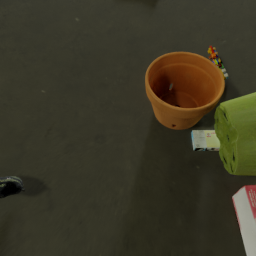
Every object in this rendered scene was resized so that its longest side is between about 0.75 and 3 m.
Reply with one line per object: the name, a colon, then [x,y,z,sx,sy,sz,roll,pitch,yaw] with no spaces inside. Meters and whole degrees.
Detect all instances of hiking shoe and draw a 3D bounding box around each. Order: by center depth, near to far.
hiking shoe: [-3.094,1.334,6.402,1.388,0.699,0.526,1,90,-31]

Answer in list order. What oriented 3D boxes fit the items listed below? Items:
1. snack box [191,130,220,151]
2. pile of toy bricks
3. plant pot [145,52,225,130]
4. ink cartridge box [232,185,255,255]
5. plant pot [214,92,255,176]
snack box: [2.294,0.342,7.788,0.982,0.182,0.571,0,58,0]
pile of toy bricks: [2.762,-1.985,9.118,0.594,0.668,1.203,-23,74,18]
plant pot: [1.464,-0.902,7.841,2.042,1.430,2.042,0,57,-1]
ink cartridge box: [3.699,2.086,6.254,2.153,0.913,1.568,-2,58,-3]
plant pot: [3.612,0.090,6.626,2.707,2.851,2.851,-9,58,5]
